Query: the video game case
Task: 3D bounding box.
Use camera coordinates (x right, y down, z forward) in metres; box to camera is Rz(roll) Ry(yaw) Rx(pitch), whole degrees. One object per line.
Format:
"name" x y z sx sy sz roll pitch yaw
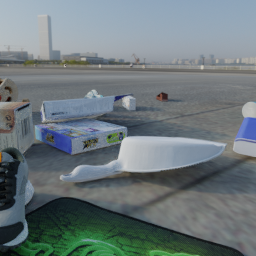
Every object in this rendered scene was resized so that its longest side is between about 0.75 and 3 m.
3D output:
"video game case" -1.269 0.148 7.458 1.706 0.428 1.882 -10 16 -41

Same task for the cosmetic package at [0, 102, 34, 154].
"cosmetic package" -3.711 -0.004 6.569 2.611 1.139 1.350 -1 13 -4

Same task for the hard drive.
"hard drive" 3.751 0.245 6.944 1.860 0.358 2.820 11 16 24

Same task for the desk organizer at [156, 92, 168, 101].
"desk organizer" 1.899 -1.751 15.637 0.372 0.400 1.038 -3 13 -12

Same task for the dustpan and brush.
"dustpan and brush" 0.150 0.586 5.315 2.802 0.802 1.956 2 1 -21

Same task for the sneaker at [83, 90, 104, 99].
"sneaker" -1.762 -1.303 12.951 0.883 0.794 2.046 -9 16 -23

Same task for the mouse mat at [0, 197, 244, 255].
"mouse mat" -0.435 1.431 2.791 2.798 0.105 2.251 9 16 29

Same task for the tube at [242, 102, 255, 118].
"tube" 5.406 -0.666 10.777 2.631 0.663 1.019 -4 23 -38

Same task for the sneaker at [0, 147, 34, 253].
"sneaker" -1.654 0.827 3.485 0.809 0.868 2.190 -4 11 -15

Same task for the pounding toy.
"pounding toy" -4.871 -1.163 10.821 1.465 1.461 2.554 9 16 33

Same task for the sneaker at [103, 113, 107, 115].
"sneaker" -1.490 -0.760 11.049 1.718 0.636 0.760 -2 9 38

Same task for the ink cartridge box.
"ink cartridge box" -1.424 -0.590 9.046 2.635 0.535 2.630 -8 1 -18

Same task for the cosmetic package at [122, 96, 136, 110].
"cosmetic package" 0.030 -1.175 12.935 0.325 0.530 1.285 -6 14 -14
